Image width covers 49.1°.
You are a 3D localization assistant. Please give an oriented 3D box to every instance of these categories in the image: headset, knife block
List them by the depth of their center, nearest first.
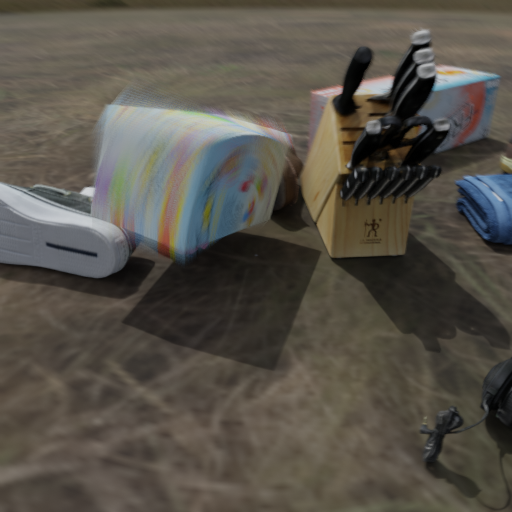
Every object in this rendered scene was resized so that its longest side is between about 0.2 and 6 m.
[{"bbox_3d":[2.458,1.535,5.117,1.962,0.922,1.211,6,28,-21],"label":"headset"},{"bbox_3d":[1.575,-1.747,8.245,1.166,3.200,3.645,-2,29,-5],"label":"knife block"}]

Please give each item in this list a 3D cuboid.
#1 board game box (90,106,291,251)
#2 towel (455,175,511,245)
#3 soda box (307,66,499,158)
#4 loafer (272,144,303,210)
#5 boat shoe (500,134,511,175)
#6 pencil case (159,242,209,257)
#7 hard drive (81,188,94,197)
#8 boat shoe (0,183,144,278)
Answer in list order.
[{"bbox_3d":[-0.759,-1.154,7.668,1.401,1.427,2.721,20,18,18],"label":"board game box"},{"bbox_3d":[5.050,-0.836,9.119,3.166,0.768,1.767,-1,29,-3],"label":"towel"},{"bbox_3d":[3.382,-3.139,12.565,4.702,1.495,1.608,-21,35,-32],"label":"soda box"},{"bbox_3d":[0.388,-1.764,10.450,1.072,1.103,3.020,-5,29,-8],"label":"loafer"},{"bbox_3d":[6.403,-1.925,10.883,2.975,0.978,1.063,7,29,13],"label":"boat shoe"},{"bbox_3d":[-1.404,-0.503,8.708,1.488,0.650,0.650,26,38,37],"label":"pencil case"},{"bbox_3d":[-2.619,-0.952,9.909,1.134,0.149,0.748,5,35,9],"label":"hard drive"},{"bbox_3d":[-3.142,-0.464,8.287,3.179,1.146,1.127,18,26,13],"label":"boat shoe"}]
